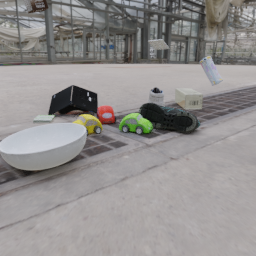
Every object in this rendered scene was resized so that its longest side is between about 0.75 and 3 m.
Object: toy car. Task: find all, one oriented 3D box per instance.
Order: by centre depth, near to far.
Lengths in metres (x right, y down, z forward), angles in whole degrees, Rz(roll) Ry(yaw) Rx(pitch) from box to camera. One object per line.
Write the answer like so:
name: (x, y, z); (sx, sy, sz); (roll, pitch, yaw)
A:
toy car: (-0.434, -0.300, 10.558); (2.821, 0.669, 2.998); (6, 18, 20)

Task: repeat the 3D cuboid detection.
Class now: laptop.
laptop: (-2.527, -1.128, 13.154); (2.013, 1.040, 1.784); (18, 34, -20)

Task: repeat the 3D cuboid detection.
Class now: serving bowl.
serving bowl: (-2.163, 0.540, 7.421); (2.232, 0.734, 2.232); (-6, 19, 2)

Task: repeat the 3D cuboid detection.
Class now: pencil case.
pencil case: (3.980, -2.724, 13.375); (0.590, 1.420, 0.644); (-27, -2, 6)

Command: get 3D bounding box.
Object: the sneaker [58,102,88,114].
sneaker: (-2.573, -1.128, 13.400); (1.846, 0.616, 0.990); (-12, 26, -26)

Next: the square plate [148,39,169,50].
square plate: (1.496, -4.060, 13.576); (0.822, 0.117, 0.814); (7, -12, 35)

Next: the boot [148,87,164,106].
boot: (1.358, -1.333, 13.139); (0.918, 1.193, 2.495); (-1, 16, -3)

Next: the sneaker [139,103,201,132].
sneaker: (1.559, -0.339, 10.698); (2.499, 0.942, 0.991); (19, 11, 31)

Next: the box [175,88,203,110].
box: (3.142, -1.556, 14.639); (0.943, 0.772, 1.986); (-1, 16, -3)

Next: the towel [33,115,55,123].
towel: (-3.538, -0.385, 11.871); (0.748, 0.154, 1.002); (1, 14, -4)

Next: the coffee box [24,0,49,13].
coffee box: (-2.306, -3.249, 6.789); (0.318, 0.797, 0.456); (3, 26, 47)
